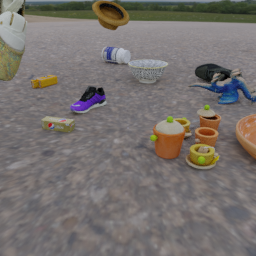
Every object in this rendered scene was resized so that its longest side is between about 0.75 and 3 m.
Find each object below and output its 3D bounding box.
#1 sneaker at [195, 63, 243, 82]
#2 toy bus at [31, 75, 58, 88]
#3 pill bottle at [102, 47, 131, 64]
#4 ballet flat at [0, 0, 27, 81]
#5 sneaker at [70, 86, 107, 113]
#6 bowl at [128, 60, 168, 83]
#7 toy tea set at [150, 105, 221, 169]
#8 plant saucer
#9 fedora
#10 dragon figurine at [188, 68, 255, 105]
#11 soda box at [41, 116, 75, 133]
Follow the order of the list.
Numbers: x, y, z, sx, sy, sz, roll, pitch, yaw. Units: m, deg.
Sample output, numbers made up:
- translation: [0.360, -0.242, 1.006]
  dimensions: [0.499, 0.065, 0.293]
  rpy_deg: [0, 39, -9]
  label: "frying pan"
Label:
- translation: [3.524, -2.173, 11.480]
  dimensions: [1.994, 0.762, 1.142]
  rpy_deg: [26, 28, 34]
  label: "sneaker"
- translation: [-3.379, -1.863, 11.325]
  dimensions: [0.410, 0.341, 1.047]
  rpy_deg: [17, 29, 30]
  label: "toy bus"
- translation: [-0.640, -3.933, 15.202]
  dimensions: [1.443, 0.835, 0.835]
  rpy_deg: [16, 29, 28]
  label: "pill bottle"
- translation: [-2.663, -2.435, 6.196]
  dimensions: [1.036, 1.036, 2.932]
  rpy_deg: [-6, 63, -12]
  label: "ballet flat"
- translation: [-1.282, -0.961, 8.909]
  dimensions: [0.506, 0.725, 1.457]
  rpy_deg: [18, 30, 34]
  label: "sneaker"
- translation: [0.833, -2.361, 11.870]
  dimensions: [1.655, 0.776, 1.655]
  rpy_deg: [1, 25, 0]
  label: "bowl"
- translation: [1.515, -0.039, 6.686]
  dimensions: [1.475, 0.918, 2.481]
  rpy_deg: [9, 26, 19]
  label: "toy tea set"
- translation: [3.834, 0.366, 6.324]
  dimensions: [2.702, 0.506, 2.702]
  rpy_deg: [0, 26, 0]
  label: "plant saucer"
- translation: [-0.726, -4.390, 11.118]
  dimensions: [1.577, 0.643, 1.577]
  rpy_deg: [11, 52, -14]
  label: "fedora"
- translation: [3.351, -1.250, 9.532]
  dimensions: [2.445, 1.216, 0.720]
  rpy_deg: [-13, 22, 19]
  label: "dragon figurine"
- translation: [-1.895, -0.102, 7.594]
  dimensions: [0.868, 0.278, 0.294]
  rpy_deg: [8, 26, 15]
  label: "soda box"
